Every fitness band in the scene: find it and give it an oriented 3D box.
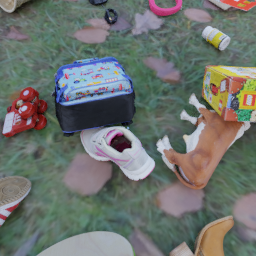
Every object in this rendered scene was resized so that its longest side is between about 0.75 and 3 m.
[{"bbox_3d":[1.399,-4.824,10.618,1.201,0.313,1.673,-5,55,0],"label":"fitness band"}]

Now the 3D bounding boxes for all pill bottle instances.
[{"bbox_3d":[2.884,-2.968,9.223,0.480,0.480,0.840,-33,62,-21],"label":"pill bottle"}]

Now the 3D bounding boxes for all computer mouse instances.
[{"bbox_3d":[-0.953,-4.657,10.432,0.672,0.390,2.292,-21,59,-15],"label":"computer mouse"}]

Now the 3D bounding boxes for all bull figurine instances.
[{"bbox_3d":[1.866,0.176,6.784,1.611,0.864,2.654,34,64,12],"label":"bull figurine"}]

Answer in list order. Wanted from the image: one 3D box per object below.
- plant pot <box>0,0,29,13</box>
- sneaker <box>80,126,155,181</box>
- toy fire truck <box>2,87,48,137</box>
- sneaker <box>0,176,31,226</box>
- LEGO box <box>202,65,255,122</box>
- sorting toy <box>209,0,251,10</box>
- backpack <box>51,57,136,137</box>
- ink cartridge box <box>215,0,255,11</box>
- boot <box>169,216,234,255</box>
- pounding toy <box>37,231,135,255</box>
[{"bbox_3d":[-3.825,-5.570,10.225,2.139,2.139,1.958,40,54,24],"label":"plant pot"},{"bbox_3d":[-0.351,0.316,6.554,2.166,0.955,0.881,22,56,36],"label":"sneaker"},{"bbox_3d":[-2.793,-0.434,7.433,1.074,0.717,1.278,-17,54,11],"label":"toy fire truck"},{"bbox_3d":[-2.873,2.013,5.779,0.809,1.277,2.270,18,28,15],"label":"sneaker"},{"bbox_3d":[2.955,-0.903,6.807,1.773,0.919,2.381,3,19,2],"label":"LEGO box"},{"bbox_3d":[3.751,-4.938,10.702,1.155,0.279,2.052,-33,62,-16],"label":"sorting toy"},{"bbox_3d":[-0.965,-1.031,7.197,1.978,1.458,2.167,-11,41,-12],"label":"backpack"},{"bbox_3d":[2.026,-3.004,5.802,1.591,0.399,1.290,32,50,26],"label":"ink cartridge box"},{"bbox_3d":[1.740,2.568,5.438,1.581,0.583,1.223,-32,62,-10],"label":"boot"},{"bbox_3d":[-0.926,3.082,4.495,2.238,1.345,2.899,-11,11,28],"label":"pounding toy"}]
